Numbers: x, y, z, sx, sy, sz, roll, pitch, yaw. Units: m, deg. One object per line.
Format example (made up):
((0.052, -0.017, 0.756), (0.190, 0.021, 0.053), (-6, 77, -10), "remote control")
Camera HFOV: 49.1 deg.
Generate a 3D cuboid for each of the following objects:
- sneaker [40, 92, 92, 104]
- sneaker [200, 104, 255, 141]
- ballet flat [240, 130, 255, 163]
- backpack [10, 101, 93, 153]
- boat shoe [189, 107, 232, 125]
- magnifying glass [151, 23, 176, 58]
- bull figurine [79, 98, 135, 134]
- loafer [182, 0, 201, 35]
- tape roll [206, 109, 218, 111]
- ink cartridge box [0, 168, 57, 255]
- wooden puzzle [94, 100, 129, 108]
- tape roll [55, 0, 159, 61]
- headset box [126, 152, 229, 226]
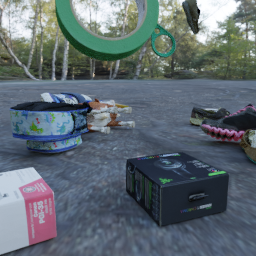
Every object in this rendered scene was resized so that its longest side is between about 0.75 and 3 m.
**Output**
((-1.819, -0.700, 9.146), (1.887, 1.038, 2.577), (-9, 9, -19), "sneaker")
((2.654, -0.139, 6.564), (1.851, 0.883, 0.731), (5, -12, 11), "sneaker")
((2.582, 0.321, 5.588), (0.489, 0.522, 1.443), (2, 12, 10), "ballet flat")
((-1.660, -0.033, 5.908), (1.315, 1.056, 1.437), (4, 7, 26), "backpack")
((2.763, -0.319, 8.438), (1.847, 0.599, 0.676), (6, 13, 28), "boat shoe")
((1.020, -3.614, 10.207), (0.873, 2.193, 0.246), (-28, 5, -1), "magnifying glass")
((-0.764, -0.355, 8.011), (1.578, 0.847, 2.600), (5, 13, 26), "bull figurine")
((2.441, -4.051, 10.218), (0.567, 0.612, 1.628), (-25, -26, 14), "loafer")
((3.313, -0.629, 11.035), (0.792, 0.145, 0.792), (1, 12, 0), "tape roll")
((-1.499, 0.882, 2.881), (1.275, 0.528, 0.934), (-7, 14, -31), "ink cartridge box")
((-0.807, -1.040, 12.685), (1.338, 0.232, 1.983), (6, 8, -21), "wooden puzzle")
((-0.490, -2.876, 6.691), (2.444, 2.444, 0.588), (-3, -3, -13), "tape roll")
((0.608, 0.737, 3.634), (0.954, 0.508, 1.096), (-5, 13, -21), "headset box")
